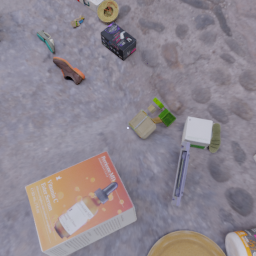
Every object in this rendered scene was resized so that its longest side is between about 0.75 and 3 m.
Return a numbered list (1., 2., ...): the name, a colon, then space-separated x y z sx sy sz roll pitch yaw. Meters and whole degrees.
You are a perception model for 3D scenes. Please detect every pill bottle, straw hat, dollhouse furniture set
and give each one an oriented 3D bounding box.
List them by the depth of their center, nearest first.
1. pill bottle: 4.263 3.632 8.332 2.347 1.366 1.366 -9 68 -3
2. dollhouse furniture set: 0.867 -0.261 10.216 1.417 0.711 0.928 -44 54 6
3. straw hat: -0.842 -5.087 12.349 0.996 0.421 0.996 0 91 4

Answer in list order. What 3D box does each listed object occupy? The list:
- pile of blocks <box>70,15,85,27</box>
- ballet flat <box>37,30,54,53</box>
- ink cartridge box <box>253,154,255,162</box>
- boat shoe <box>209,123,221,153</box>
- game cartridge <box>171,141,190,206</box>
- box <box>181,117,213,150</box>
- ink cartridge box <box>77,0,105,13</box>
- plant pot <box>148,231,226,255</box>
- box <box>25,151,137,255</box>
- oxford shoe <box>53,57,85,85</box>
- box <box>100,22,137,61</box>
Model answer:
1. pile of blocks: -2.226 -4.687 12.347 0.792 0.325 0.246 -43 31 -25
2. ballet flat: -3.371 -3.693 11.813 0.407 0.431 1.278 -36 72 -18
3. ink cartridge box: 5.076 1.118 9.859 0.997 0.428 0.730 -18 68 -6
4. boat shoe: 3.146 0.361 10.198 0.406 0.371 1.085 11 89 -1
5. game cartridge: 1.727 1.410 8.925 0.371 1.253 1.933 9 87 18
6. box: 2.464 0.190 10.044 0.904 0.778 0.908 11 68 4
7. ink cartridge box: -1.660 -6.015 12.667 1.670 0.562 0.970 38 73 14
8. plant pot: 1.777 4.457 8.366 2.607 0.358 2.607 -3 60 5
9. box: -1.396 2.333 8.597 2.709 1.441 2.063 -24 58 -10
10. oxford shoe: -2.484 -2.300 11.197 1.546 0.550 0.561 34 77 13
11. box: -0.390 -3.575 11.604 1.331 0.706 0.814 42 74 15
